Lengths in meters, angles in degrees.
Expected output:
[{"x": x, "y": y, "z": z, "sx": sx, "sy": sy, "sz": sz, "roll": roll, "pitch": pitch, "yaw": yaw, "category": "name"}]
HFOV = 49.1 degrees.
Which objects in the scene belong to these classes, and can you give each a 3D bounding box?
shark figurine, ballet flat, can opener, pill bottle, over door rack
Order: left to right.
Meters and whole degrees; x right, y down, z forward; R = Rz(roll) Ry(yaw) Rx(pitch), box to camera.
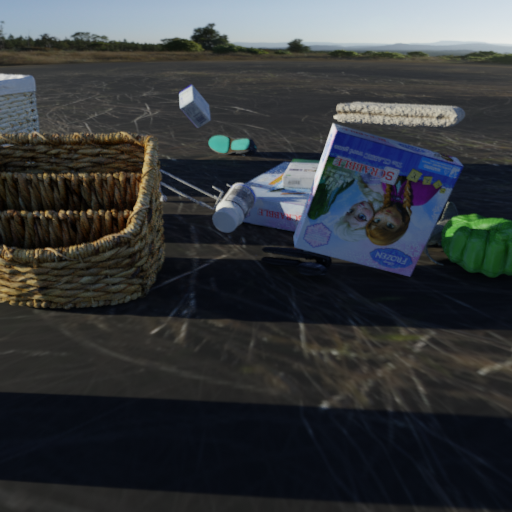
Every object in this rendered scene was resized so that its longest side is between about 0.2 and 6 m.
[{"x": -1.817, "y": -1.395, "z": 11.983, "sx": 2.474, "sy": 0.824, "sz": 1.828, "roll": 16, "pitch": 11, "yaw": 3, "category": "over door rack"}, {"x": -0.390, "y": -0.845, "z": 9.910, "sx": 0.526, "sy": 0.526, "sz": 0.925, "roll": 9, "pitch": 40, "yaw": 20, "category": "pill bottle"}, {"x": -0.665, "y": -3.292, "z": 16.911, "sx": 1.719, "sy": 0.628, "sz": 0.628, "roll": 12, "pitch": 26, "yaw": 38, "category": "ballet flat"}, {"x": 0.660, "y": 0.042, "z": 9.463, "sx": 1.318, "sy": 0.418, "sz": 0.518, "roll": 15, "pitch": 4, "yaw": 32, "category": "can opener"}, {"x": 3.495, "y": -0.545, "z": 10.379, "sx": 2.027, "sy": 0.846, "sz": 1.211, "roll": -14, "pitch": 26, "yaw": -32, "category": "shark figurine"}]

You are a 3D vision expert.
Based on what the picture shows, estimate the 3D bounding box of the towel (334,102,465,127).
[{"x": 2.112, "y": -2.074, "z": 8.255, "sx": 1.770, "sy": 0.305, "sz": 1.173, "roll": 9, "pitch": 20, "yaw": 21, "category": "towel"}]

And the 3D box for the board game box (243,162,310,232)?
[{"x": 1.360, "y": -1.273, "z": 12.196, "sx": 2.989, "sy": 0.617, "sz": 2.996, "roll": 12, "pitch": 27, "yaw": 25, "category": "board game box"}]

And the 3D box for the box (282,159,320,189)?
[{"x": 1.229, "y": -1.807, "z": 12.307, "sx": 1.087, "sy": 0.274, "sz": 1.506, "roll": 5, "pitch": 26, "yaw": 11, "category": "box"}]

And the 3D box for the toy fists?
[{"x": 4.479, "y": -0.188, "z": 9.472, "sx": 2.576, "sy": 0.886, "sz": 1.313, "roll": 3, "pitch": 28, "yaw": 2, "category": "toy fists"}]

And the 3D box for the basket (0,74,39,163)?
[{"x": -7.835, "y": -3.451, "z": 14.765, "sx": 3.093, "sy": 2.510, "sz": 3.121, "roll": 10, "pitch": 27, "yaw": 20, "category": "basket"}]

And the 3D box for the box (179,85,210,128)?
[{"x": -1.090, "y": -2.649, "z": 9.928, "sx": 0.293, "sy": 0.514, "sz": 0.559, "roll": -28, "pitch": 42, "yaw": 19, "category": "box"}]

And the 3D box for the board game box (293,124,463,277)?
[{"x": 1.854, "y": -0.818, "z": 8.841, "sx": 2.040, "sy": 2.036, "sz": 0.420, "roll": 13, "pitch": 29, "yaw": -6, "category": "board game box"}]

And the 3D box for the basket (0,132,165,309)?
[{"x": -3.099, "y": -0.614, "z": 8.720, "sx": 3.051, "sy": 2.273, "sz": 2.177, "roll": 2, "pitch": 24, "yaw": 3, "category": "basket"}]
